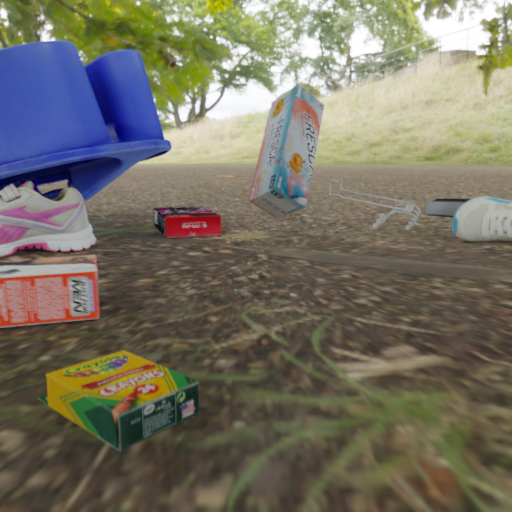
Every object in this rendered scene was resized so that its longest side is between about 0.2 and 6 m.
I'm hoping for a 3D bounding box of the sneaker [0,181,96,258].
[{"bbox_3d":[-3.715,-0.588,8.498,2.444,1.078,0.994,-7,13,-31],"label":"sneaker"}]

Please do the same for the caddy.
[{"bbox_3d":[-3.753,-1.968,9.937,4.677,2.455,3.306,-7,9,32],"label":"caddy"}]

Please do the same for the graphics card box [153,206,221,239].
[{"bbox_3d":[-1.340,-0.659,10.644,1.028,0.417,1.638,-4,11,-16],"label":"graphics card box"}]

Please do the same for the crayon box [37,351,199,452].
[{"bbox_3d":[-0.897,0.855,3.541,0.950,0.241,0.603,9,15,41],"label":"crayon box"}]

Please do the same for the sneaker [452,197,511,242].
[{"bbox_3d":[4.296,-0.590,9.454,2.017,0.772,0.815,-4,14,-12],"label":"sneaker"}]

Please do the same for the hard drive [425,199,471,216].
[{"bbox_3d":[4.886,-1.120,13.081,1.652,0.350,1.114,6,13,27],"label":"hard drive"}]

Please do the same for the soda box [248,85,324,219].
[{"bbox_3d":[0.613,-2.026,10.844,0.792,2.493,0.852,27,-29,-30],"label":"soda box"}]

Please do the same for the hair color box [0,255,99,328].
[{"bbox_3d":[-2.360,0.339,5.400,1.610,0.515,0.893,-3,10,-16],"label":"hair color box"}]

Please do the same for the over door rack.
[{"bbox_3d":[2.413,-1.031,11.578,1.858,0.619,1.372,25,18,12],"label":"over door rack"}]
